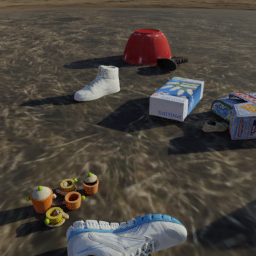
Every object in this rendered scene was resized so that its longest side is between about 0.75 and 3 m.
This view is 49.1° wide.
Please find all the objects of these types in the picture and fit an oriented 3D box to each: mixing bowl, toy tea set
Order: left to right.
[{"bbox_3d":[-1.210,1.212,5.404,0.836,0.520,1.406,19,33,31],"label":"toy tea set"},{"bbox_3d":[1.045,-4.484,15.153,2.756,1.492,2.756,-1,29,0],"label":"mixing bowl"}]

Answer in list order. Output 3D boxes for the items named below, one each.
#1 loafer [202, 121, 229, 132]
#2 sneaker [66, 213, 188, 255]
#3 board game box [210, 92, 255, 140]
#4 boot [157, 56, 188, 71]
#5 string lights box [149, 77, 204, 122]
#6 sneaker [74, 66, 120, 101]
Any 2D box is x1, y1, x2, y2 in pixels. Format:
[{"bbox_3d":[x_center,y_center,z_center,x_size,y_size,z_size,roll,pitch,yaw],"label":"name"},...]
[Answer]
[{"bbox_3d":[2.542,-0.065,8.076,0.799,0.273,0.302,-9,30,-14],"label":"loafer"},{"bbox_3d":[-0.008,1.841,4.195,1.890,0.708,0.819,-8,34,2],"label":"sneaker"},{"bbox_3d":[3.731,-0.470,8.320,2.464,0.760,2.466,-10,30,-20],"label":"board game box"},{"bbox_3d":[2.370,-3.282,13.828,1.455,0.579,1.671,-14,28,-23],"label":"boot"},{"bbox_3d":[1.689,-1.033,9.473,1.156,0.663,2.249,14,31,24],"label":"string lights box"},{"bbox_3d":[-1.161,-1.731,10.327,1.957,1.131,0.721,-25,38,-35],"label":"sneaker"}]
